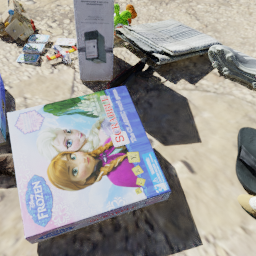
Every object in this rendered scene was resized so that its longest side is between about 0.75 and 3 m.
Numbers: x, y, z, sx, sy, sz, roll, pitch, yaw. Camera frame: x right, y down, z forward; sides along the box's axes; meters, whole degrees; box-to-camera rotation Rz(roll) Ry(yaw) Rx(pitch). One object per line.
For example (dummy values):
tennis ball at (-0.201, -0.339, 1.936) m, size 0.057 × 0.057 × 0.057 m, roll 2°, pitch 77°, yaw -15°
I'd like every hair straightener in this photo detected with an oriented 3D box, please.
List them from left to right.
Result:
hair straightener at (0.344, -1.546, 8.499) m, size 0.862 × 0.458 × 2.240 m, roll 28°, pitch 46°, yaw 21°

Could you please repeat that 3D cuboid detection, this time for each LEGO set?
LEGO set at (-2.552, -2.850, 9.692) m, size 2.275 × 0.558 × 1.700 m, roll 5°, pitch 48°, yaw 4°

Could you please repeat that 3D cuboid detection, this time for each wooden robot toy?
wooden robot toy at (-4.384, -3.832, 10.583) m, size 1.310 × 1.272 × 2.886 m, roll -38°, pitch 47°, yaw 12°

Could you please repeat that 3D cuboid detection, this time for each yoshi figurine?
yoshi figurine at (-0.692, -4.106, 10.630) m, size 1.131 × 1.135 × 2.020 m, roll 26°, pitch 51°, yaw 36°

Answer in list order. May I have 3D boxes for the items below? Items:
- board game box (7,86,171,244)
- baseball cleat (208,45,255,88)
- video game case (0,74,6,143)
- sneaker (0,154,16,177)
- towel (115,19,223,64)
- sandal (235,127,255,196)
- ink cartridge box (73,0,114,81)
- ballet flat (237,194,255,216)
board game box at (-0.869, 0.541, 5.599) m, size 2.625 × 0.541 × 2.631 m, roll -16°, pitch 60°, yaw -12°
baseball cleat at (3.631, -1.920, 8.655) m, size 1.236 × 0.810 × 2.321 m, roll -30°, pitch 61°, yaw -35°
video game case at (-4.313, -0.389, 7.133) m, size 2.179 × 0.546 × 2.404 m, roll -13°, pitch 46°, yaw -13°
sneaker at (-2.478, 0.825, 5.993) m, size 1.216 × 0.428 × 0.459 m, roll -12°, pitch 49°, yaw -11°
towel at (1.393, -3.221, 9.871) m, size 2.897 × 0.500 × 2.790 m, roll -20°, pitch 47°, yaw -28°
sandal at (2.755, 0.608, 6.174) m, size 0.739 × 0.470 × 1.965 m, roll 6°, pitch 45°, yaw 7°
ink cartridge box at (-0.958, -2.939, 8.343) m, size 1.065 × 2.533 × 1.849 m, roll 0°, pitch 45°, yaw -4°
ballet flat at (2.635, 1.569, 5.272) m, size 0.395 × 0.363 × 1.152 m, roll -36°, pitch 54°, yaw -29°
